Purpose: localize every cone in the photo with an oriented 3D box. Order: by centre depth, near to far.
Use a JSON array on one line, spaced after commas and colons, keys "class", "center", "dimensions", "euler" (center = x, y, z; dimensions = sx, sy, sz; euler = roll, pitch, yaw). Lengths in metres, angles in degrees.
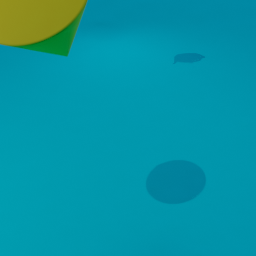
[{"class": "cone", "center": [-0.857, -1.104, 3.106], "dimensions": [1.175, 1.179, 1.175], "euler": [-2, 74, 6]}]
